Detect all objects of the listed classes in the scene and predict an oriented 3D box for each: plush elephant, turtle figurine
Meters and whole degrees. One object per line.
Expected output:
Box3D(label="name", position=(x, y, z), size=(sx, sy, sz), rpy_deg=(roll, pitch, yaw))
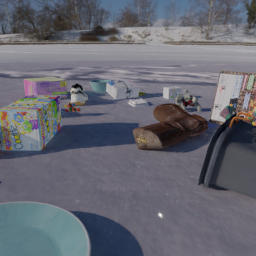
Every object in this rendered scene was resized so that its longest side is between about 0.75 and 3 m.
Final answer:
Box3D(label="plush elephant", position=(2.742, -1.218, 13.386), size=(1.244, 0.963, 1.025), rpy_deg=(57, 7, 32))
Box3D(label="turtle figurine", position=(3.511, 0.111, 8.180), size=(0.942, 1.401, 1.871), rpy_deg=(-16, 34, -19))

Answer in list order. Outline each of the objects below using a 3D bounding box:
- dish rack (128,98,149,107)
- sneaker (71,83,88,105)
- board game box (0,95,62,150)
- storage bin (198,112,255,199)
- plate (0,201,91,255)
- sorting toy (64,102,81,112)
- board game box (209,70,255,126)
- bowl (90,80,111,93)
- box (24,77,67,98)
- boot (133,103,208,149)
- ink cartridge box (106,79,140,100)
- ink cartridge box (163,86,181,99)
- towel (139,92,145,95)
Box3D(label="dish rack", position=(0.554, -1.364, 14.863), size=(0.933, 0.237, 1.087), rpy_deg=(-5, 19, -18))
Box3D(label="sneaker", position=(-2.682, -1.971, 15.468), size=(0.893, 1.035, 2.361), rpy_deg=(-4, 16, -7))
Box3D(label="board game box", position=(-3.217, -0.265, 9.535), size=(1.271, 1.294, 2.467), rpy_deg=(1, 18, 3))
Box3D(label="storage bin", position=(2.891, 0.603, 6.558), size=(1.555, 1.685, 2.315), rpy_deg=(21, 25, 27))
Box3D(label="plate", position=(-1.951, 1.957, 3.997), size=(2.842, 0.363, 2.842), rpy_deg=(0, 18, 0))
Box3D(label="sorting toy", position=(-2.539, -0.928, 12.506), size=(0.923, 0.445, 0.156), rpy_deg=(-3, 6, 31))
Box3D(label="board game box", position=(4.431, -0.872, 9.946), size=(2.469, 1.968, 1.196), rpy_deg=(16, 7, 40))
Box3D(label="bowl", position=(-1.791, -2.720, 18.347), size=(1.402, 0.733, 1.402), rpy_deg=(1, 17, 0))
Box3D(label="box", position=(-4.987, -2.427, 16.906), size=(1.873, 1.029, 2.129), rpy_deg=(-13, 21, -36))
Box3D(label="boot", position=(1.001, -0.078, 9.849), size=(2.798, 0.899, 2.607), rpy_deg=(-19, 24, -37))
Box3D(label="ink cartridge box", position=(-0.307, -2.312, 16.690), size=(1.640, 0.704, 1.201), rpy_deg=(-13, 38, -31))
Box3D(label="ink cartridge box", position=(2.591, -2.072, 16.436), size=(0.862, 0.632, 0.629), rpy_deg=(-8, 19, -21))
Box3D(label="towel", position=(0.151, -2.140, 17.467), size=(1.740, 0.157, 0.749), rpy_deg=(-6, 19, -20))
